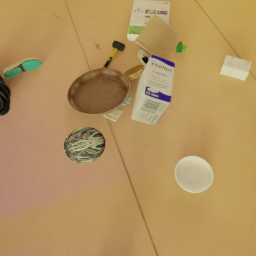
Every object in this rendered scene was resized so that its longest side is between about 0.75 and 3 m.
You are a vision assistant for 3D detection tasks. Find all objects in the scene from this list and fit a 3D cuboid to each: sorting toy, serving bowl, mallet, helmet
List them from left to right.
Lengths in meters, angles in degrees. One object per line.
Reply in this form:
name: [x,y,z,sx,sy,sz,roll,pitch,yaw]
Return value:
helmet: [-1.226,0.486,8.042,1.137,1.084,1.137,0,88,8]
mallet: [-0.693,-3.397,13.430,0.619,0.387,1.878,18,66,6]
sorting toy: [1.729,-4.158,13.602,2.341,0.345,1.730,37,85,1]
serving bowl: [2.388,1.745,10.291,1.396,0.459,1.396,0,60,1]

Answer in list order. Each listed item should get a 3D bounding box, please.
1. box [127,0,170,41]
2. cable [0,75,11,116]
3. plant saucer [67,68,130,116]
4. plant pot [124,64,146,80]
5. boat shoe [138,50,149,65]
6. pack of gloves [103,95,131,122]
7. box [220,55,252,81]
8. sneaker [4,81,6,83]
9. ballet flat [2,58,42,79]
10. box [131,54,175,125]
box: [1.122,-5.601,14.607,2.026,0.510,2.807,6,58,4]
cable: [-4.434,-1.317,8.577,0.567,2.231,1.820,-27,22,9]
plant saucer: [-1.219,-1.497,12.000,2.721,0.469,2.721,-6,53,7]
plant pot: [0.275,-2.508,12.508,1.288,0.177,1.288,-24,25,12]
boat shoe: [0.779,-3.302,13.276,0.473,0.432,1.314,-10,60,-6]
pack of gloves: [-0.847,-1.004,12.064,1.793,0.354,1.507,20,60,23]
box: [4.949,-2.770,12.881,1.171,0.571,0.729,19,61,12]
sneaker: [-5.895,-2.131,12.410,1.286,1.094,2.939,3,66,-18]
ballet flat: [-4.928,-2.875,12.944,1.861,0.628,0.580,-25,53,-14]
box: [1.003,-1.477,11.248,1.074,1.882,2.047,15,60,-8]
